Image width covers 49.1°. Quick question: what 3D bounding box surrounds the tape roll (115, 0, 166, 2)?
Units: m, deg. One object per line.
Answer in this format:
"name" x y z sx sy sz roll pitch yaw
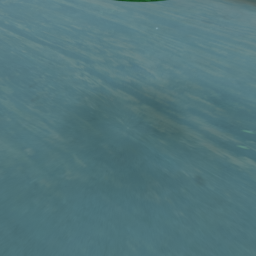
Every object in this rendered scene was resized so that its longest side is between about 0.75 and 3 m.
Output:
"tape roll" 0.231 -4.054 7.647 2.639 0.634 2.639 1 36 -1
